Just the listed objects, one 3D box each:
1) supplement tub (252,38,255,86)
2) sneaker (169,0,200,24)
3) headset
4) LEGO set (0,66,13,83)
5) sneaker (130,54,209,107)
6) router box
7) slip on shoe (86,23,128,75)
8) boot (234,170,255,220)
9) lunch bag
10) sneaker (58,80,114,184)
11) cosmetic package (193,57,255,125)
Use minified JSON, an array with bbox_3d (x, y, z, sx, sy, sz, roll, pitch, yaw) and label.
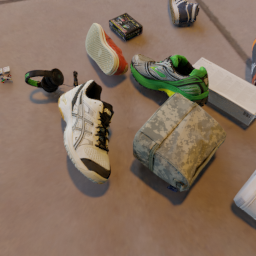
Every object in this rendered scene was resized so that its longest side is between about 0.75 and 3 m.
[{"bbox_3d":[4.351,-2.072,8.238,1.312,1.312,2.453,12,57,8],"label":"supplement tub"},{"bbox_3d":[2.056,-4.546,10.293,0.981,0.634,1.808,-4,63,3],"label":"sneaker"},{"bbox_3d":[-2.164,-1.453,8.064,1.523,0.940,0.715,6,76,-31],"label":"headset"},{"bbox_3d":[-3.909,-1.540,8.605,0.633,0.208,0.848,-19,47,-12],"label":"LEGO set"},{"bbox_3d":[1.147,-1.611,7.815,1.055,1.152,2.705,-28,44,-35],"label":"sneaker"},{"bbox_3d":[-0.079,-3.549,9.824,0.766,0.317,1.022,-31,61,-19],"label":"router box"},{"bbox_3d":[-0.716,-2.475,8.888,0.747,0.905,2.442,8,39,-42],"label":"slip on shoe"},{"bbox_3d":[3.692,1.140,6.371,1.282,0.987,2.683,41,74,18],"label":"boot"},{"bbox_3d":[1.212,0.367,6.570,1.577,1.310,1.881,35,63,23],"label":"lunch bag"},{"bbox_3d":[-0.851,-0.063,6.752,1.223,1.055,2.790,-32,58,14],"label":"sneaker"},{"bbox_3d":[2.734,-1.085,7.990,2.251,0.570,0.929,38,67,24],"label":"cosmetic package"}]
